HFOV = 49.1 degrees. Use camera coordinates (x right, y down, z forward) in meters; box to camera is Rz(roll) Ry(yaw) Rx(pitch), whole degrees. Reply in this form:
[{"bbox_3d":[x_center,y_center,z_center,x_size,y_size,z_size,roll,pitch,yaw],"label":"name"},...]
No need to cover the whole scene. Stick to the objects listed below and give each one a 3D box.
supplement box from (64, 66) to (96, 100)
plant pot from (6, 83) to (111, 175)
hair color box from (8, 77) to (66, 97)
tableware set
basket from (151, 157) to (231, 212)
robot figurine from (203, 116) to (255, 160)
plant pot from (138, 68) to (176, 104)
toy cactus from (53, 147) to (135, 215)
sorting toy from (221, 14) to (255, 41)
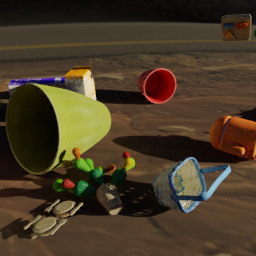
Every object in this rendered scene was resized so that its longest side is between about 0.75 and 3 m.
[{"bbox_3d":[-1.946,-1.336,11.958,0.839,2.282,1.438,1,28,8],"label":"supplement box"},{"bbox_3d":[-2.062,-0.117,9.632,2.789,2.789,2.981,20,18,34],"label":"plant pot"},{"bbox_3d":[-3.840,-1.433,12.941,2.870,1.569,0.930,-5,27,-8],"label":"hair color box"},{"bbox_3d":[-1.801,2.295,7.052,0.894,0.271,1.352,0,18,27],"label":"tableware set"},{"bbox_3d":[1.655,1.448,7.369,1.540,1.215,1.747,-28,3,-41],"label":"basket"},{"bbox_3d":[3.892,0.314,9.825,2.264,1.320,1.628,18,74,31],"label":"robot figurine"},{"bbox_3d":[1.354,-2.282,14.635,1.804,1.804,1.596,-9,19,-17],"label":"plant pot"},{"bbox_3d":[-0.728,1.449,7.932,2.543,1.300,2.098,-6,36,-30],"label":"toy cactus"},{"bbox_3d":[4.148,-3.586,10.145,1.465,1.083,0.216,8,58,26],"label":"sorting toy"}]
